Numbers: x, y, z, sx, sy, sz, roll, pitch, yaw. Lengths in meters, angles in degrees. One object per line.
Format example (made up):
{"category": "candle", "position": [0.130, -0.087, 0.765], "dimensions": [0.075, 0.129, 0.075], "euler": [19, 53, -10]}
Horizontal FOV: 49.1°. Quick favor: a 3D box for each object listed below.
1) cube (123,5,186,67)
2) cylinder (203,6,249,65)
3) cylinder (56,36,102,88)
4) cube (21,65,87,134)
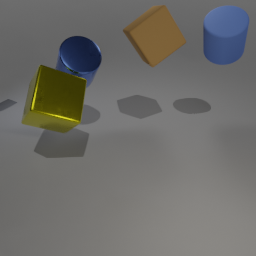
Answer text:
{"category": "cube", "position": [0.860, -3.131, 9.520], "dimensions": [1.400, 1.400, 1.400], "euler": [-36, 24, 5]}
{"category": "cylinder", "position": [3.301, -3.137, 9.569], "dimensions": [1.400, 1.400, 1.400], "euler": [-6, 62, 12]}
{"category": "cylinder", "position": [-1.739, -2.196, 9.690], "dimensions": [1.400, 1.400, 1.400], "euler": [6, 72, -18]}
{"category": "cube", "position": [-2.184, -0.776, 8.261], "dimensions": [1.400, 1.400, 1.400], "euler": [15, -20, -27]}
